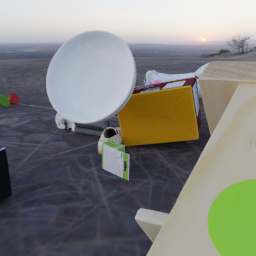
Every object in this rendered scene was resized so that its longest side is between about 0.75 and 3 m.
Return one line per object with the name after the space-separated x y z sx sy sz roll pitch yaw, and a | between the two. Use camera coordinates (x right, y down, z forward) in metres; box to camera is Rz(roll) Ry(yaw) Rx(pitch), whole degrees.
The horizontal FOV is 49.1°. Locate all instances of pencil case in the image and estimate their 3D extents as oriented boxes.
2.239 -2.130 13.824 2.877 1.305 1.196 5 -13 10 | pencil case

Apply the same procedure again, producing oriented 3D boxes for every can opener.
-1.436 -0.149 8.822 2.032 0.535 0.675 10 21 28 | can opener

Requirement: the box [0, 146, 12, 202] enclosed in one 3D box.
-3.278 0.848 4.864 1.942 1.013 1.437 9 20 25 | box

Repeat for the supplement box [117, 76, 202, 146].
0.980 -0.533 8.067 2.024 1.363 2.052 -7 15 20 | supplement box

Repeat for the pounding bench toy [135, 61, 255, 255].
1.169 1.521 1.719 1.862 2.997 2.338 12 53 38 | pounding bench toy

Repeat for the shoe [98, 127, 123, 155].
-0.404 0.234 7.740 0.598 0.457 1.712 3 18 10 | shoe

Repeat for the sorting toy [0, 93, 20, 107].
-5.514 -1.133 12.290 0.548 0.552 1.592 -18 8 24 | sorting toy

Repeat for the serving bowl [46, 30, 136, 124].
-0.752 -1.060 6.261 2.076 2.076 0.683 6 -8 18 | serving bowl

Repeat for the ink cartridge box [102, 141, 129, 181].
-0.182 0.693 6.045 0.830 0.613 0.314 18 24 41 | ink cartridge box

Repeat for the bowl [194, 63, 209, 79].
3.329 -0.986 8.277 2.446 0.913 2.442 31 14 -35 | bowl
